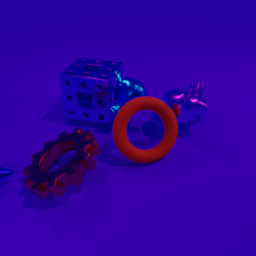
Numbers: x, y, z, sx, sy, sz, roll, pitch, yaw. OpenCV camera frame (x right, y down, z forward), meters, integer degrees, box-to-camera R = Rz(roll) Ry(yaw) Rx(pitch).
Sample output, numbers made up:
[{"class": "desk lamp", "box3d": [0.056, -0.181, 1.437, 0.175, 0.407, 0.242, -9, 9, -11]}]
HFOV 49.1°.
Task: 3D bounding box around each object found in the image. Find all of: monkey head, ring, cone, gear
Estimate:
[{"class": "monkey head", "box3d": [0.003, -0.805, 7.374, 1.420, 0.855, 1.021, 43, 52, -3]}, {"class": "ring", "box3d": [0.421, 0.052, 6.601, 1.585, 1.585, 0.317, -9, 7, -12]}, {"class": "cone", "box3d": [-2.860, 0.997, 5.907, 0.963, 0.959, 0.959, -6, 37, -27]}, {"class": "monkey head", "box3d": [1.465, -0.740, 7.498, 1.192, 1.978, 1.423, 19, 72, -18]}, {"class": "gear", "box3d": [-1.441, 0.709, 6.071, 1.740, 0.322, 1.740, -20, 34, 14]}]

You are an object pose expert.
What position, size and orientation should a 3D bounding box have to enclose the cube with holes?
[{"class": "cube with holes", "box3d": [-0.982, -1.092, 8.063, 1.346, 1.346, 1.346, 9, 34, 12]}]
